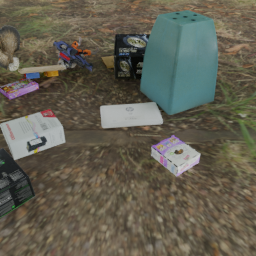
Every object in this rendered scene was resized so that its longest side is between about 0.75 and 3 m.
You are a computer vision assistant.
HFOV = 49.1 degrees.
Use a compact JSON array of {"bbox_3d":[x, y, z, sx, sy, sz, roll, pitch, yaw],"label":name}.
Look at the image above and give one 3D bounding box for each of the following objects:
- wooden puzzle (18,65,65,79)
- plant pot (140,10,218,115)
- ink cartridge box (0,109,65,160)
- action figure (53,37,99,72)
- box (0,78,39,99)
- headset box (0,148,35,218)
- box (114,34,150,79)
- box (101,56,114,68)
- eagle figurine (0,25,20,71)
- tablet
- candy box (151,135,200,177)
[{"bbox_3d":[-3.345,-2.143,10.765,1.568,0.392,1.693,-10,13,-21],"label":"wooden puzzle"},{"bbox_3d":[1.712,-2.282,9.311,1.955,2.766,1.954,-18,40,-22],"label":"plant pot"},{"bbox_3d":[-2.670,0.143,7.868,1.466,0.607,1.069,-20,41,-24],"label":"ink cartridge box"},{"bbox_3d":[-2.153,-2.973,12.039,2.014,1.053,1.948,42,56,9],"label":"action figure"},{"bbox_3d":[-4.028,-1.492,10.359,1.163,0.227,0.796,-31,47,-34],"label":"box"},{"bbox_3d":[-3.078,1.259,6.321,1.283,0.683,1.473,-31,46,-33],"label":"headset box"},{"bbox_3d":[0.657,-2.959,11.482,2.431,1.047,1.991,1,42,0],"label":"box"},{"bbox_3d":[-0.490,-2.980,12.429,1.215,0.129,0.993,-12,39,-15],"label":"box"},{"bbox_3d":[-4.857,-2.968,10.877,1.403,1.410,1.859,-23,10,-36],"label":"eagle figurine"},{"bbox_3d":[0.080,-0.450,9.068,1.912,0.131,1.244,-4,37,-6],"label":"tablet"},{"bbox_3d":[1.234,0.700,7.343,0.833,0.355,0.993,-24,42,-28],"label":"candy box"}]
